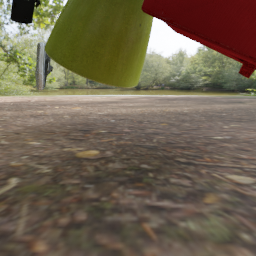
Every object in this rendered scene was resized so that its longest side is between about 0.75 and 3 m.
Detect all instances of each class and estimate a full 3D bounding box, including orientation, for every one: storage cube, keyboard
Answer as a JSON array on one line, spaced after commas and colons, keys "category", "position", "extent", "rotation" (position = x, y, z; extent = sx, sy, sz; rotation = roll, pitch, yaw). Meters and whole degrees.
[{"category": "storage cube", "position": [2.215, -2.657, 5.242], "extent": [2.621, 2.916, 2.493], "rotation": [32, 20, 17]}, {"category": "keyboard", "position": [-2.952, -3.888, 8.227], "extent": [0.850, 1.634, 0.324], "rotation": [4, 18, -37]}]

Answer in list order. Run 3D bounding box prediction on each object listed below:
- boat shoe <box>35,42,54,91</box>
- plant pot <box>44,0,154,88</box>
[{"category": "boat shoe", "position": [-3.069, -2.269, 10.430], "extent": [0.627, 1.769, 0.638], "rotation": [2, 9, -31]}, {"category": "plant pot", "position": [-0.420, -2.964, 7.229], "extent": [2.725, 2.912, 2.725], "rotation": [20, 26, -10]}]
